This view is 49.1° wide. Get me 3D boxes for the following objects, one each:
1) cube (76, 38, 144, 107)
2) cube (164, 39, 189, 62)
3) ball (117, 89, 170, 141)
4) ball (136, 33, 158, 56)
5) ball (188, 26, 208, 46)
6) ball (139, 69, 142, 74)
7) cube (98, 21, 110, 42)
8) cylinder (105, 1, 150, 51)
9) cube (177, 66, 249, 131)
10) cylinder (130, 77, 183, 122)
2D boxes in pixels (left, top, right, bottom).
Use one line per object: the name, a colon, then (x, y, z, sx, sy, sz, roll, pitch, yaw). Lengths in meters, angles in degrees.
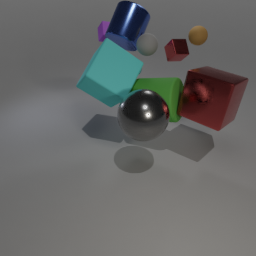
cube: (-0.605, -1.691, 8.959, 1.400, 1.400, 1.400, 30, -16, -16)
cube: (2.051, -3.274, 11.812, 0.700, 0.700, 0.700, -7, -10, -22)
ball: (0.412, -0.340, 7.505, 1.400, 1.400, 1.400, 0, 31, 0)
ball: (0.618, -2.677, 9.006, 0.700, 0.700, 0.700, 0, 31, 0)
ball: (2.599, -3.424, 10.393, 0.700, 0.700, 0.700, 0, 31, 0)
ball: (0.305, -2.794, 13.218, 0.700, 0.700, 0.700, 0, 31, 0)
cube: (-0.980, -4.528, 13.229, 0.700, 0.700, 0.700, -2, -9, -25)
cylinder: (-0.012, -3.963, 10.987, 1.400, 1.400, 1.400, 22, -2, 1)
cube: (2.524, -0.941, 8.401, 1.400, 1.400, 1.400, 26, 29, 30)
cylinder: (0.956, -0.909, 9.033, 1.400, 1.400, 1.400, 4, 29, 28)
